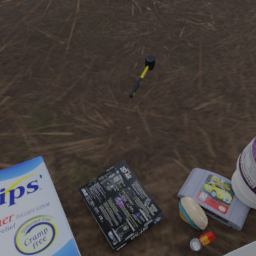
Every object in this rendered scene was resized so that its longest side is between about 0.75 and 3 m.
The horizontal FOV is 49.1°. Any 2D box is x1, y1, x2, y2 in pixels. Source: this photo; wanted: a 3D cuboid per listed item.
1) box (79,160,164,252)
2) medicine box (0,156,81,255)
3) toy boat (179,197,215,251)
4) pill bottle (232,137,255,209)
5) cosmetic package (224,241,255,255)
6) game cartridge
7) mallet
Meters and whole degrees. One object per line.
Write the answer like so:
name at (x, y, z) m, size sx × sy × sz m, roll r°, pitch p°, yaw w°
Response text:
box at (-0.167, 1.548, 5.790) m, size 1.181 × 0.321 × 1.474 m, roll -33°, pitch 57°, yaw -13°
medicine box at (-2.107, 2.022, 4.756) m, size 2.232 × 1.261 × 2.450 m, roll -21°, pitch 45°, yaw -19°
toy boat at (1.268, 1.828, 5.402) m, size 0.471 × 0.852 × 1.013 m, roll -35°, pitch 34°, yaw 11°
pill bottle at (2.826, 0.630, 5.087) m, size 1.325 × 2.360 × 1.325 m, roll 3°, pitch 56°, yaw -4°
cosmetic package at (2.449, 2.284, 4.106) m, size 1.371 × 1.664 × 1.373 m, roll -11°, pitch 59°, yaw -16°
game cartridge at (1.917, 1.468, 6.106) m, size 1.418 × 0.290 × 0.944 m, roll 26°, pitch 49°, yaw 21°
mallet at (0.420, -1.563, 8.337) m, size 0.306 × 0.490 × 1.488 m, roll 24°, pitch 62°, yaw 12°
